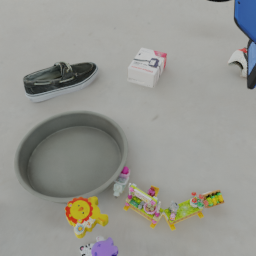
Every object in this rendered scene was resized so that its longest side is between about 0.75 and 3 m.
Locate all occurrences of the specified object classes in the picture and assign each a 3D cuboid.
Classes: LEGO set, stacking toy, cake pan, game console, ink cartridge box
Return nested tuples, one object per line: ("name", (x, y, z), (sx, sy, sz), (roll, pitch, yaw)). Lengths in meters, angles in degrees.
("LEGO set", (0.858, 1.470, 5.982), (2.492, 0.928, 1.146), (9, 49, 9))
("stacking toy", (-0.154, 2.513, 4.419), (0.600, 1.924, 2.552), (-26, 54, -21))
("cake pan", (-1.347, 0.674, 6.917), (2.735, 0.502, 2.735), (-1, 48, 2))
("game console", (2.109, -1.671, 5.053), (0.873, 1.259, 1.475), (15, 54, 5))
("ink cartridge box", (0.638, -2.020, 9.304), (0.942, 0.549, 1.302), (17, 51, 14))

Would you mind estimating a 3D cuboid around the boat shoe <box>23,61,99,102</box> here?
("boat shoe", (-2.007, -1.609, 8.715), (2.503, 0.888, 0.902), (-29, 55, -23))

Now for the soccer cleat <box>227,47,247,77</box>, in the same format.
("soccer cleat", (4.159, -1.855, 9.162), (0.813, 0.655, 1.910), (-45, 69, -1))

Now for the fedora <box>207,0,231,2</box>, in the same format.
("fedora", (2.569, -4.409, 7.804), (1.761, 1.761, 0.804), (11, 66, 10))
